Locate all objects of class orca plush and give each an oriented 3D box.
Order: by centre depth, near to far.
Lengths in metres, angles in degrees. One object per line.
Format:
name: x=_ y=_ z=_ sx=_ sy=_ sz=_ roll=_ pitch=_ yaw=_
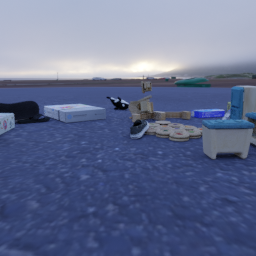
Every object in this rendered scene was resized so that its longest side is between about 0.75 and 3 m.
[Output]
orca plush: x=-0.704 y=-1.434 z=16.902 sx=1.760 sy=0.926 sz=0.626 roll=33 pitch=67 yaw=27

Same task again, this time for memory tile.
memory tile: x=1.545 y=0.059 z=10.171 sx=1.951 sy=0.214 sz=2.546 roll=-8 pitch=13 yaw=-39

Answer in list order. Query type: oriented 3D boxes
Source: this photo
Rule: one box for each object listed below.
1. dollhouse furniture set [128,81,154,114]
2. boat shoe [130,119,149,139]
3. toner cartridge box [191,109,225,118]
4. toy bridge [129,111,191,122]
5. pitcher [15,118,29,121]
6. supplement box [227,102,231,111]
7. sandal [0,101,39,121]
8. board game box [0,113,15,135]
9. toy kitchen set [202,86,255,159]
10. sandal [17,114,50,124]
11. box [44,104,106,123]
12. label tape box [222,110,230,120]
dollhouse furniture set: x=0.510 y=-1.494 z=13.146 sx=1.021 sy=1.624 sz=1.836 roll=-5 pitch=-2 yaw=14
boat shoe: x=0.393 y=-0.071 z=9.662 sx=0.503 sy=0.415 sz=1.467 roll=-8 pitch=17 yaw=17
toner cartridge box: x=4.005 y=-0.739 z=14.066 sx=1.523 sy=0.329 sz=0.723 roll=-4 pitch=11 yaw=-21
toy bridge: x=1.416 y=-0.559 z=12.966 sx=2.873 sy=0.391 sz=0.966 roll=-4 pitch=9 yaw=-20
pitcher: x=-5.077 y=-0.655 z=12.794 sx=1.033 sy=0.730 sz=1.204 roll=-4 pitch=1 yaw=6
supplement box: x=6.005 y=-1.122 z=15.446 sx=0.849 sy=0.570 sz=0.848 roll=1 pitch=11 yaw=3
sandal: x=-5.207 y=-0.631 z=11.939 sx=2.749 sy=1.032 sz=0.619 roll=-8 pitch=-4 yaw=-33
board game box: x=-5.134 y=-0.137 z=10.158 sx=1.407 sy=0.613 sz=1.907 roll=-1 pitch=10 yaw=-4
toy kitchen set: x=3.011 y=-0.318 z=8.137 sx=2.318 sy=1.704 sz=2.893 roll=-1 pitch=10 yaw=-3
sandal: x=-4.124 y=-0.430 z=12.370 sx=1.463 sy=0.350 sz=0.550 roll=-10 pitch=14 yaw=-40
box: x=-2.636 y=-0.766 z=13.674 sx=2.080 sy=0.549 sz=2.668 roll=-7 pitch=12 yaw=-35
label tape box: x=4.431 y=-0.558 z=11.978 sx=0.242 sy=0.766 sz=0.552 roll=33 pitch=2 yaw=-15
